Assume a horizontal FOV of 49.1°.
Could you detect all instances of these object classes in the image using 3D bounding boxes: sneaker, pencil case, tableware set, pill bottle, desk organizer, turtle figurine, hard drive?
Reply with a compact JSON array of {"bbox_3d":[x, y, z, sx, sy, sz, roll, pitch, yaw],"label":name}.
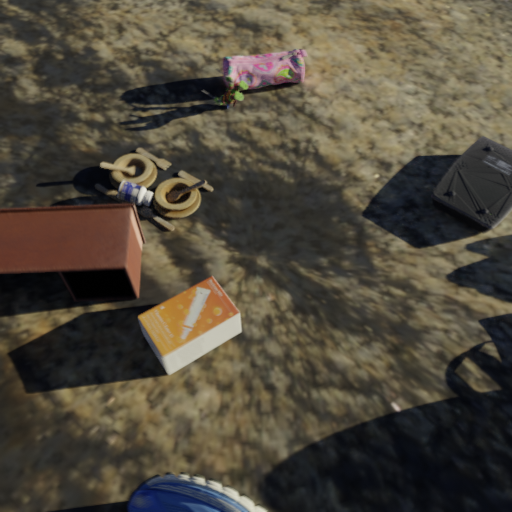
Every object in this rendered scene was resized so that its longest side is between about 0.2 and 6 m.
[{"bbox_3d":[-0.192,3.658,6.354,3.217,1.264,1.434,25,56,16],"label":"sneaker"},{"bbox_3d":[0.175,-4.017,12.052,1.797,0.786,0.786,-9,55,-5],"label":"pencil case"},{"bbox_3d":[-1.905,-1.386,10.415,1.970,0.395,1.302,29,60,19],"label":"tableware set"},{"bbox_3d":[-2.204,-1.123,10.235,0.586,0.351,0.351,19,56,-3],"label":"pill bottle"},{"bbox_3d":[-3.458,0.006,9.022,3.106,1.114,1.196,-2,57,-2],"label":"desk organizer"},{"bbox_3d":[-0.626,-3.391,11.453,0.600,0.834,0.809,-40,28,-31],"label":"turtle figurine"},{"bbox_3d":[4.216,-1.307,10.344,1.346,0.422,1.996,34,62,22],"label":"hard drive"}]

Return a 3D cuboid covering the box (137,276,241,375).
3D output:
[{"bbox_3d":[-0.999,1.052,8.549,1.319,0.643,0.821,-29,60,-19],"label":"box"}]
